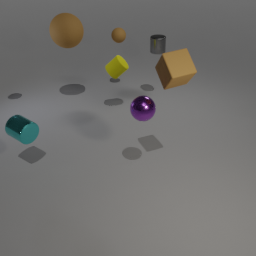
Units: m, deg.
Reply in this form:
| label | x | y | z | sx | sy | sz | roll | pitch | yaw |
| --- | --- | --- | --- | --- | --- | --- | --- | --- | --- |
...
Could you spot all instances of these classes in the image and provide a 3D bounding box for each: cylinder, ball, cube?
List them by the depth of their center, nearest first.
| label | x | y | z | sx | sy | sz | roll | pitch | yaw |
| --- | --- | --- | --- | --- | --- | --- | --- | --- | --- |
| cube | 1.206 | -1.497 | 7.154 | 0.700 | 0.700 | 0.700 | -16 | 77 | -15 |
| ball | 0.403 | -0.526 | 7.572 | 0.700 | 0.700 | 0.700 | 0 | 30 | 0 |
| cylinder | -3.144 | 0.042 | 8.334 | 0.700 | 0.700 | 0.700 | 24 | 38 | 26 |
| cylinder | -0.453 | -2.493 | 11.468 | 0.700 | 0.700 | 0.700 | -36 | 19 | 25 |
| ball | -2.553 | -4.049 | 11.672 | 1.400 | 1.400 | 1.400 | 0 | 30 | 0 |
| cylinder | 1.339 | -3.744 | 12.539 | 0.700 | 0.700 | 0.700 | -1 | 34 | 1 |
| ball | -0.444 | -4.413 | 13.333 | 0.700 | 0.700 | 0.700 | 0 | 30 | 0 |
